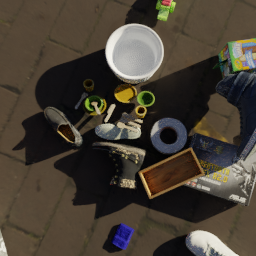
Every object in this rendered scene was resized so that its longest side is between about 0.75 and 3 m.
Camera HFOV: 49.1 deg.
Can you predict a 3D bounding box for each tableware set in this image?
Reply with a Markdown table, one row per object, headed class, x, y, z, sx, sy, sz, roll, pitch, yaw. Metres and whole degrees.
| class | x | y | z | sx | sy | sz | roll | pitch | yaw |
| --- | --- | --- | --- | --- | --- | --- | --- | --- | --- |
| tableware set | -0.475 | -1.032 | 10.178 | 2.664 | 0.409 | 1.795 | 22 | 66 | 10 |

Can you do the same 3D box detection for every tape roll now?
| class | x | y | z | sx | sy | sz | roll | pitch | yaw |
| --- | --- | --- | --- | --- | --- | --- | --- | --- | --- |
| tape roll | 1.471 | 0.296 | 10.160 | 1.297 | 0.429 | 1.297 | -1 | 80 | 5 |

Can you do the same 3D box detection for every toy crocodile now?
| class | x | y | z | sx | sy | sz | roll | pitch | yaw |
| --- | --- | --- | --- | --- | --- | --- | --- | --- | --- |
| toy crocodile | 1.589 | -5.083 | 10.744 | 0.689 | 0.630 | 2.040 | 21 | 84 | 2 |

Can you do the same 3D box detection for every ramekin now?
| class | x | y | z | sx | sy | sz | roll | pitch | yaw |
| --- | --- | --- | --- | --- | --- | --- | --- | --- | --- |
| ramekin | 0.218 | -2.625 | 10.275 | 2.044 | 0.996 | 2.044 | 0 | 83 | 0 |

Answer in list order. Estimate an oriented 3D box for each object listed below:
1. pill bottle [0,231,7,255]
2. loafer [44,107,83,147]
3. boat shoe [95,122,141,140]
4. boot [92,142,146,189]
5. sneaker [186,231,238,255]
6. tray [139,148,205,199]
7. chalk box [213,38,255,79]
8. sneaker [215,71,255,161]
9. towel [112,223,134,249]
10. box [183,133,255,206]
| class | x | y | z | sx | sy | sz | roll | pitch | yaw |
| --- | --- | --- | --- | --- | --- | --- | --- | --- | --- |
| pill bottle | -4.908 | 3.929 | 9.324 | 1.388 | 1.388 | 2.438 | -19 | 84 | -2 |
| loafer | -2.370 | -0.099 | 10.146 | 1.875 | 0.678 | 0.682 | 42 | 86 | 5 |
| boat shoe | -0.363 | 0.088 | 10.224 | 1.641 | 0.491 | 0.587 | 3 | 109 | 1 |
| boot | -0.416 | 1.305 | 10.002 | 1.944 | 0.712 | 1.464 | 10 | 85 | -3 |
| sneaker | 3.135 | 4.335 | 9.441 | 2.424 | 1.072 | 0.912 | 29 | 86 | 3 |
| tray | 1.483 | 1.563 | 9.642 | 2.019 | 0.374 | 0.996 | -27 | 73 | 10 |
| chalk box | 4.001 | -2.475 | 10.207 | 1.769 | 1.104 | 1.097 | -8 | 84 | -2 |
| sneaker | 3.856 | -0.519 | 9.695 | 2.116 | 1.113 | 2.928 | 26 | 98 | 31 |
| towel | -0.181 | 3.849 | 9.939 | 0.573 | 0.192 | 0.775 | 26 | 84 | 2 |
| box | 3.269 | 1.459 | 10.005 | 2.441 | 0.590 | 1.933 | 19 | 84 | 2 |
